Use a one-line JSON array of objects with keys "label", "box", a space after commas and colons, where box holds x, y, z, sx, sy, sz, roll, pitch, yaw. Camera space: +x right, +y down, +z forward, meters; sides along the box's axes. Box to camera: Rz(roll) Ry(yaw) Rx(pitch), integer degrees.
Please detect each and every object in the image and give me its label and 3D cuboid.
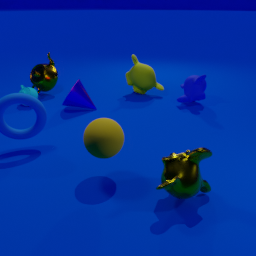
[{"label": "ring", "box": [-2.649, -0.269, 6.888, 1.264, 1.264, 0.253, -7, 32, -15]}, {"label": "monkey head", "box": [2.265, -1.414, 10.166, 1.136, 0.952, 1.579, -12, 0, -17]}, {"label": "cone", "box": [-1.528, -0.938, 9.693, 1.090, 1.086, 1.086, 34, 23, -11]}, {"label": "teapot", "box": [-3.333, -2.081, 11.010, 1.142, 1.837, 0.900, 35, 8, 27]}, {"label": "teapot", "box": [-3.604, -1.133, 10.022, 0.705, 0.555, 1.134, -36, 61, 2]}, {"label": "monkey head", "box": [1.124, 0.846, 5.180, 1.424, 0.858, 1.024, 13, -30, -38]}, {"label": "ball", "box": [-0.501, 0.214, 5.808, 0.846, 0.846, 0.846, 0, 25, 0]}, {"label": "monkey head", "box": [0.626, -2.083, 11.224, 1.103, 1.831, 1.317, -36, 12, 37]}]
